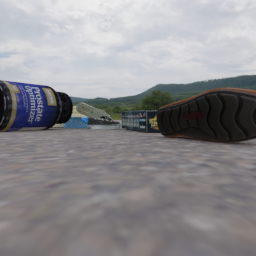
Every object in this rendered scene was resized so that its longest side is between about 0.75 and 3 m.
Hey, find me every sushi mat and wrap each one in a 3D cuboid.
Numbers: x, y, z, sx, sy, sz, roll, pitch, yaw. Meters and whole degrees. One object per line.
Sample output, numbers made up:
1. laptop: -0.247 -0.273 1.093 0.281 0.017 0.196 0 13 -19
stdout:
1. sushi mat: -2.867 -0.554 12.877 2.956 1.414 0.179 -1 -41 -35

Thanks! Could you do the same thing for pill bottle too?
1. pill bottle: -3.440 -0.745 9.858 1.653 1.653 2.956 2 3 34

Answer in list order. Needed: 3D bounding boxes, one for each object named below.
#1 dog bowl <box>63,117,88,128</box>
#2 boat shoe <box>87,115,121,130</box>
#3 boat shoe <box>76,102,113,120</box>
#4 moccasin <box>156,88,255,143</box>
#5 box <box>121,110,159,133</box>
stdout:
1. dog bowl: -1.943 -0.253 12.292 1.945 0.482 1.084 -1 2 -35
2. boat shoe: -0.821 -0.217 10.504 0.595 0.536 1.682 2 3 37
3. boat shoe: -1.273 -0.542 11.377 1.669 0.599 0.564 30 8 3
4. moccasin: 1.756 -0.203 5.567 1.104 1.046 2.860 -11 -2 -28
5. box: 1.249 -0.262 9.716 2.338 0.677 2.942 -1 2 -16
